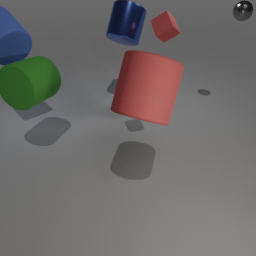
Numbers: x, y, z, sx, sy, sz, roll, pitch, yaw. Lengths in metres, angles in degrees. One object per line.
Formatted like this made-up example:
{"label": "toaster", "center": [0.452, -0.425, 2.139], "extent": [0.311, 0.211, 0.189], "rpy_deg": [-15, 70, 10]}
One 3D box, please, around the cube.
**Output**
{"label": "cube", "center": [1.351, -3.644, 10.113], "extent": [0.700, 0.700, 0.700], "rpy_deg": [-24, -16, 28]}

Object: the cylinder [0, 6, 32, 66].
{"label": "cylinder", "center": [-4.146, -3.037, 9.261], "extent": [1.400, 1.400, 1.400], "rpy_deg": [-29, 68, -37]}

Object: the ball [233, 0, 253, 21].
{"label": "ball", "center": [4.188, -4.267, 10.205], "extent": [0.700, 0.700, 0.700], "rpy_deg": [0, 33, 0]}

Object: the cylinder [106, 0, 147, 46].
{"label": "cylinder", "center": [-0.077, -4.261, 11.474], "extent": [1.400, 1.400, 1.400], "rpy_deg": [15, 4, -1]}

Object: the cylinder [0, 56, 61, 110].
{"label": "cylinder", "center": [-3.060, -1.434, 8.776], "extent": [1.400, 1.400, 1.400], "rpy_deg": [11, 28, 17]}

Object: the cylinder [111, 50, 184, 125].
{"label": "cylinder", "center": [0.433, -0.903, 6.466], "extent": [1.400, 1.400, 1.400], "rpy_deg": [14, 5, -1]}
